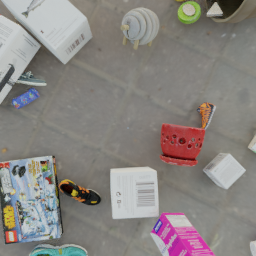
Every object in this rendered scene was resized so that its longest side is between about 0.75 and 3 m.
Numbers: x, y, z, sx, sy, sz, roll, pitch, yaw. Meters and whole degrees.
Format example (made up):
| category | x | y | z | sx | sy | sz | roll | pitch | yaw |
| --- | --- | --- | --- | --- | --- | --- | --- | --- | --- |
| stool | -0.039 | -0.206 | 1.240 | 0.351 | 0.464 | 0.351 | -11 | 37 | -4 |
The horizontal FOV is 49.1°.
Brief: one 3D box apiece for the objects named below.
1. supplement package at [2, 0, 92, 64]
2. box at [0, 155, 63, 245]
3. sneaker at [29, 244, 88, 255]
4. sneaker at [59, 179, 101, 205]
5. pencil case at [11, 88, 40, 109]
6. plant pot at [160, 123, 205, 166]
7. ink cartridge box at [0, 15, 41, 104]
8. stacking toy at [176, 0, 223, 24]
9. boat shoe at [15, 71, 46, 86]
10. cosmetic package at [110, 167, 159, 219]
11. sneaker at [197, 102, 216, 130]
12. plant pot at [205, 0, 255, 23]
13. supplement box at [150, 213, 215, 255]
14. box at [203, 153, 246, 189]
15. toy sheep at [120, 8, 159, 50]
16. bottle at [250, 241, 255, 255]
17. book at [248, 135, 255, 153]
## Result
| category | x | y | z | sx | sy | sz | roll | pitch | yaw |
| --- | --- | --- | --- | --- | --- | --- | --- | --- | --- |
| supplement package | -2.724 | -3.769 | 9.599 | 2.602 | 1.526 | 1.521 | 43 | 87 | 3 |
| box | -3.372 | 2.446 | 9.682 | 1.905 | 0.555 | 2.782 | -7 | 86 | 0 |
| sneaker | -2.357 | 4.412 | 9.452 | 1.955 | 0.779 | 0.758 | 0 | 87 | -1 |
| sneaker | -1.681 | 2.281 | 9.625 | 1.549 | 0.697 | 0.542 | 25 | 87 | 2 |
| pencil case | -3.661 | -1.060 | 9.992 | 0.975 | 0.380 | 0.423 | -31 | 112 | -3 |
| plant pot | 1.778 | 0.564 | 9.374 | 1.440 | 1.440 | 1.311 | 7 | 90 | 0 |
| ink cartridge box | -4.731 | -2.285 | 9.389 | 2.102 | 1.220 | 2.913 | 33 | 86 | 20 |
| stacking toy | 2.428 | -4.660 | 9.666 | 1.915 | 0.809 | 1.734 | -6 | 75 | 16 |
| boat shoe | -3.650 | -1.812 | 9.961 | 1.561 | 0.568 | 0.482 | 10 | 90 | 6 |
| cosmetic package | 0.147 | 2.029 | 9.102 | 1.403 | 1.701 | 1.402 | -2 | 85 | -4 |
| sneaker | 2.682 | -0.435 | 9.994 | 0.583 | 0.404 | 1.041 | 23 | 76 | 5 |
| plant pot | 4.361 | -4.866 | 9.277 | 2.474 | 2.851 | 2.851 | 1 | 86 | -16 |
| supplement box | 1.460 | 3.186 | 7.548 | 0.871 | 1.685 | 0.853 | 12 | 113 | -31 |
| box | 3.255 | 1.444 | 9.557 | 0.942 | 0.937 | 0.807 | -43 | 87 | -2 |
| toy sheep | 0.381 | -3.361 | 9.379 | 1.300 | 1.885 | 1.300 | 15 | 119 | 29 |
| bottle | 5.506 | 3.942 | 9.444 | 2.580 | 0.842 | 1.078 | -9 | 87 | -1 |
| book | 5.801 | 0.736 | 9.840 | 2.593 | 0.623 | 1.732 | 34 | 91 | 1 |
